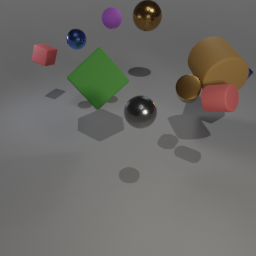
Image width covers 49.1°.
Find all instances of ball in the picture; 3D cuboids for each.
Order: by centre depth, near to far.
[{"bbox_3d":[0.262,-0.337,5.926,0.700,0.700,0.700,0,33,0],"label":"ball"},{"bbox_3d":[-0.553,-3.775,9.636,0.700,0.700,0.700,0,33,0],"label":"ball"},{"bbox_3d":[-1.804,-3.107,9.804,0.700,0.700,0.700,0,33,0],"label":"ball"},{"bbox_3d":[0.918,-5.345,13.353,1.400,1.400,1.400,0,33,0],"label":"ball"}]

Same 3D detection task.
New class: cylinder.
[{"bbox_3d":[2.349,-0.760,7.170,0.700,0.700,0.700,-30,23,-38],"label":"cylinder"},{"bbox_3d":[1.719,-1.098,7.972,0.700,0.700,0.700,8,-2,12],"label":"cylinder"},{"bbox_3d":[2.721,-1.863,8.602,1.400,1.400,1.400,-5,44,-8],"label":"cylinder"}]

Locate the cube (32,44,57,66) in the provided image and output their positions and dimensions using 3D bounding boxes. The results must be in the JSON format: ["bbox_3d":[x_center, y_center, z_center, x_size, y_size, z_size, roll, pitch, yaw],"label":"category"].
[{"bbox_3d":[-3.539,-3.108,11.909,0.700,0.700,0.700,25,26,12],"label":"cube"}]

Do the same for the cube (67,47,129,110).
[{"bbox_3d":[-0.985,-1.627,9.331,1.400,1.400,1.400,-42,11,2],"label":"cube"}]

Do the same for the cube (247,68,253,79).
[{"bbox_3d":[3.684,-2.108,10.782,1.400,1.400,1.400,41,22,1],"label":"cube"}]
